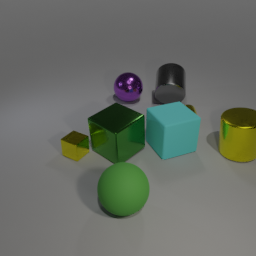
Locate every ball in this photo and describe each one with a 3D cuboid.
[{"bbox_3d":[-0.122,1.624,7.512,1.400,1.400,1.400,0,32,0],"label":"ball"},{"bbox_3d":[0.015,-1.934,13.292,1.400,1.400,1.400,0,32,0],"label":"ball"}]

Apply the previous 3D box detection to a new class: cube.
[{"bbox_3d":[-0.371,0.174,9.756,1.400,1.400,1.400,27,45,35],"label":"cube"},{"bbox_3d":[-1.839,0.617,9.800,0.700,0.700,0.700,18,36,25],"label":"cube"},{"bbox_3d":[1.561,0.060,10.031,1.400,1.400,1.400,-13,34,-19],"label":"cube"}]

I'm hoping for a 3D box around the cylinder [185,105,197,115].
[{"bbox_3d":[2.518,-0.514,11.639,0.700,0.700,0.700,1,33,2],"label":"cylinder"}]

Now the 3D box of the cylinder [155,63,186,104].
[{"bbox_3d":[1.985,-2.049,13.082,1.400,1.400,1.400,4,54,6],"label":"cylinder"}]

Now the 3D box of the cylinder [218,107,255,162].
[{"bbox_3d":[3.894,0.212,9.681,1.400,1.400,1.400,-5,31,3],"label":"cylinder"}]
